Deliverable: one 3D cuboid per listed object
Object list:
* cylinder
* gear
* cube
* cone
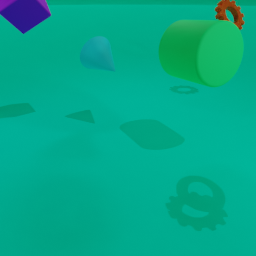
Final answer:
[{"bbox_3d":[1.617,-1.723,6.359,1.361,1.361,1.361,-14,26,-26],"label":"cylinder"},{"bbox_3d":[3.493,-3.834,9.603,1.169,1.169,0.216,-16,-2,-29],"label":"gear"},{"bbox_3d":[-2.721,-3.229,7.165,0.946,0.946,0.946,-28,67,11],"label":"cube"},{"bbox_3d":[-0.632,-1.819,7.700,1.010,1.010,1.013,-19,51,-34],"label":"cone"}]
